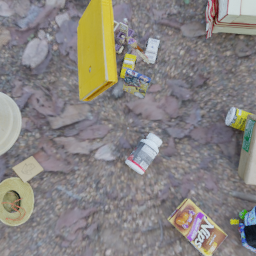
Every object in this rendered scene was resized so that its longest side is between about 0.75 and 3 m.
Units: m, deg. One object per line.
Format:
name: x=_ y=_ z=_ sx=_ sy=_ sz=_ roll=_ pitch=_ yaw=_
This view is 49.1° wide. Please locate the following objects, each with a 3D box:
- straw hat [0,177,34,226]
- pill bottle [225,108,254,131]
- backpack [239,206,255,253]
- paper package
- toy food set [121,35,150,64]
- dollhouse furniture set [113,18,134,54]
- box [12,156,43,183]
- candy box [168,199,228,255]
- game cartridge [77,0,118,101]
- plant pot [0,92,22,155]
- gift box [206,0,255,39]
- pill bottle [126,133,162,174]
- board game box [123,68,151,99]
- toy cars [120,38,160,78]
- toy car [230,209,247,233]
straw hat: x=-4.220 y=2.642 z=9.993 sx=0.704 sy=1.664 sz=1.664 roll=-18 pitch=74 yaw=37
pill bottle: x=4.474 y=-0.249 z=10.696 sx=1.302 sy=0.725 sz=0.725 roll=19 pitch=78 yaw=4
backpack: x=4.451 y=3.459 z=9.657 sx=1.212 sy=0.893 sz=1.328 roll=31 pitch=45 yaw=-29
paper package: x=5.228 y=0.846 z=9.817 sx=2.263 sy=1.228 sz=2.374 roll=7 pitch=100 yaw=2
toy food set: x=0.260 y=-2.207 z=7.689 sx=1.037 sy=0.659 sz=0.163 roll=43 pitch=107 yaw=-12
dollhouse furniture set: x=-0.712 y=-4.073 z=11.368 sx=1.621 sy=1.150 sz=1.284 roll=29 pitch=79 yaw=6
box: x=-3.701 y=1.525 z=10.384 sx=0.713 sy=0.093 sz=0.872 roll=46 pitch=48 yaw=9
candy box: x=2.444 y=3.525 z=9.931 sx=1.824 sy=0.515 sz=1.064 roll=43 pitch=79 yaw=7
game cartridge: x=-1.061 y=-2.520 z=8.968 sx=0.465 sy=2.529 sz=2.869 roll=1 pitch=82 yaw=-26
plant pot: x=-5.575 y=-0.433 z=9.793 sx=2.811 sy=2.573 sz=2.811 roll=0 pitch=77 yaw=0
gift box: x=4.349 y=-4.940 z=10.914 sx=2.641 sy=2.828 sz=2.609 roll=4 pitch=88 yaw=-4
pill bottle: x=0.625 y=0.928 z=10.384 sx=0.799 sy=0.799 sz=1.443 roll=36 pitch=79 yaw=8
board game box: x=0.234 y=-1.252 z=8.053 sx=0.722 sy=1.066 sz=0.185 roll=24 pitch=72 yaw=2
toy cars: x=0.508 y=-2.907 z=11.431 sx=2.268 sy=0.502 sz=1.017 roll=-36 pitch=80 yaw=-8
toy car: x=4.046 y=3.312 z=10.086 sx=0.875 sy=0.195 sz=0.823 roll=44 pitch=65 yaw=-15
